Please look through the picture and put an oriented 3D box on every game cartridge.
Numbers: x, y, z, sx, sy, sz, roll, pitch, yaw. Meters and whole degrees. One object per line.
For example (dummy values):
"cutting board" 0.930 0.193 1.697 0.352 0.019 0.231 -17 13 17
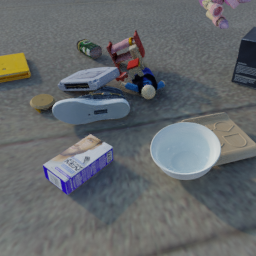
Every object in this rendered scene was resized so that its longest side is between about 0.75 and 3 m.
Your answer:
"game cartridge" -1.374 -1.775 10.060 2.098 0.429 1.397 6 38 41
"game cartridge" -5.082 -2.482 11.534 1.838 0.338 2.085 -14 37 -17

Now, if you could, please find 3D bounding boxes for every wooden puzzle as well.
"wooden puzzle" 2.501 0.322 7.828 1.588 0.397 1.714 -11 43 -13

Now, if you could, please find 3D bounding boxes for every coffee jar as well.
"coffee jar" -1.798 -3.638 12.812 0.669 0.548 1.284 -26 45 -29

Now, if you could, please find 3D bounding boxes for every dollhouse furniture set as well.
"dollhouse furniture set" -0.130 -2.760 10.911 1.317 0.995 2.448 -18 32 18

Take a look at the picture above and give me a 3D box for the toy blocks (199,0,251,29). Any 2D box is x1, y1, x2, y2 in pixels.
"toy blocks" 2.878 -3.819 7.875 1.595 1.707 1.437 -41 48 15

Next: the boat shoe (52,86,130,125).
"boat shoe" -1.184 -0.758 8.918 2.366 0.837 1.074 -3 36 -14

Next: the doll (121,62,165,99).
"doll" 0.525 -1.699 10.257 1.613 0.573 2.364 -6 35 -7

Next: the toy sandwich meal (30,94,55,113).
"toy sandwich meal" -2.866 -0.833 9.394 0.902 0.309 0.902 1 41 -1

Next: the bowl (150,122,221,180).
"bowl" 1.411 0.679 6.922 1.646 0.740 1.646 -7 46 7

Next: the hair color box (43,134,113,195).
"hair color box" -1.200 0.857 7.008 0.858 0.508 1.569 27 43 31

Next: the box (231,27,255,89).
"box" 4.829 -2.705 10.628 1.018 1.733 1.704 22 42 26
